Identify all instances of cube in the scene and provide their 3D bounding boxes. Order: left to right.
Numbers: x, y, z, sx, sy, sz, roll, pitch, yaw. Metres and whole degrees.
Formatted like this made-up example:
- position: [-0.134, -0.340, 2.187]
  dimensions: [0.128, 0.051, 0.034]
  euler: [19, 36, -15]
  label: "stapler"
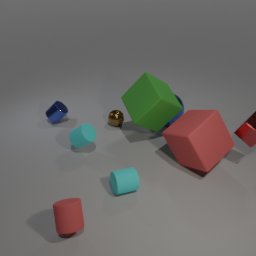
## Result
- position: [0.871, -0.927, 10.370]
  dimensions: [1.400, 1.400, 1.400]
  euler: [18, 38, -45]
  label: "cube"
- position: [2.264, 0.356, 9.091]
  dimensions: [1.400, 1.400, 1.400]
  euler: [-39, 19, -20]
  label: "cube"
- position: [3.936, 0.043, 8.787]
  dimensions: [0.700, 0.700, 0.700]
  euler: [-37, 74, -29]
  label: "cube"

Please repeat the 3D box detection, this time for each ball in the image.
- position: [-0.507, -0.430, 11.918]
  dimensions: [0.700, 0.700, 0.700]
  euler: [0, 30, 0]
  label: "ball"
- position: [1.664, -0.785, 11.795]
  dimensions: [1.400, 1.400, 1.400]
  euler: [0, 30, 0]
  label: "ball"

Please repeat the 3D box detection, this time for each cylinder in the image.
- position: [-3.065, -0.690, 12.076]
  dimensions: [0.700, 0.700, 0.700]
  euler: [-40, 24, 19]
  label: "cylinder"
- position: [-1.483, 2.185, 7.012]
  dimensions: [0.700, 0.700, 0.700]
  euler: [-8, 0, 0]
  label: "cylinder"
- position: [-1.607, 0.269, 9.970]
  dimensions: [0.700, 0.700, 0.700]
  euler: [-25, 16, 34]
  label: "cylinder"
- position: [-0.104, 1.587, 8.400]
  dimensions: [0.700, 0.700, 0.700]
  euler: [-8, 31, -20]
  label: "cylinder"
